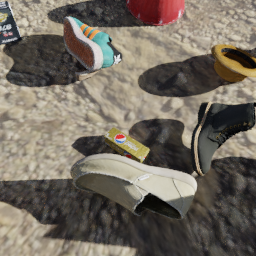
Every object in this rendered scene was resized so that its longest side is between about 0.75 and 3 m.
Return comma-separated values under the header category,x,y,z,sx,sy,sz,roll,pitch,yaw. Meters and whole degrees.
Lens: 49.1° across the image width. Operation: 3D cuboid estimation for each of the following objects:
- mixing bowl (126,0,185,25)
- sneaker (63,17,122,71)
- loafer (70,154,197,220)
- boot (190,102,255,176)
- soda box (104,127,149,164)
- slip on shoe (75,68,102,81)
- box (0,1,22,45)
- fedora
category,x,y,z,sx,sy,sz,roll,pitch,yaw
mixing bowl,1.105,-5.032,10.184,2.274,1.232,2.274,2,64,-5
sneaker,-1.216,-2.737,9.056,1.129,1.008,2.825,-11,47,-32
loafer,0.073,1.293,5.992,2.802,1.060,0.957,7,48,5
boot,2.292,0.171,6.583,1.368,0.766,1.978,-1,62,33
soda box,-0.032,0.456,7.022,1.145,0.367,0.388,32,61,20
slip on shoe,-1.189,-1.699,8.644,0.370,0.294,0.972,18,34,39
box,-4.519,-3.341,9.185,1.640,1.304,0.377,-15,55,-11
fedora,3.154,-1.860,8.408,1.640,0.669,1.640,11,46,-11
